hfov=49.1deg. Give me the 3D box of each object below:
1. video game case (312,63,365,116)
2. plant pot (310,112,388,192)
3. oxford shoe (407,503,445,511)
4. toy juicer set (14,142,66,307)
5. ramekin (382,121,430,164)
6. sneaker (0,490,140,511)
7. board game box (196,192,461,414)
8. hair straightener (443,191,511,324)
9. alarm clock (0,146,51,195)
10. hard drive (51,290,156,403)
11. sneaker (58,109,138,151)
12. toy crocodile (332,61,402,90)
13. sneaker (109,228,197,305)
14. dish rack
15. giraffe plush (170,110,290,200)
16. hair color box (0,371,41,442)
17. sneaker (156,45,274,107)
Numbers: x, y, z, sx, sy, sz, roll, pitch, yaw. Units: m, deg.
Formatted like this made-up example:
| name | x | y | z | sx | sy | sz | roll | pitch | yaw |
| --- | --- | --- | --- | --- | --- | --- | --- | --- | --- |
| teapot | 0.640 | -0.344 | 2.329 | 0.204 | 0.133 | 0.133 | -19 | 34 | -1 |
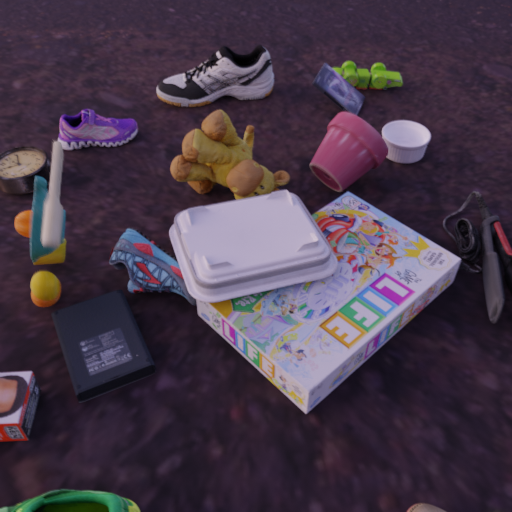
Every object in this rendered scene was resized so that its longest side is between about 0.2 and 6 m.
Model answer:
| name | x | y | z | sx | sy | sz | roll | pitch | yaw |
| --- | --- | --- | --- | --- | --- | --- | --- | --- | --- |
| video game case | 1.815 | -3.599 | 12.212 | 1.195 | 0.113 | 0.854 | 36 | 50 | -11 |
| plant pot | 1.595 | -1.805 | 10.150 | 1.200 | 1.200 | 1.074 | 39 | 85 | 32 |
| oxford shoe | 2.402 | 3.175 | 5.523 | 2.048 | 0.766 | 0.722 | 35 | 55 | 30 |
| toy juicer set | -3.031 | -0.216 | 7.778 | 0.666 | 2.448 | 1.557 | 5 | 54 | -17 |
| ramekin | 2.930 | -2.236 | 11.081 | 0.933 | 0.455 | 0.933 | 0 | 45 | 0 |
| sneaker | -2.408 | 2.825 | 5.710 | 2.374 | 0.992 | 0.879 | -11 | 47 | -10 |
| board game box | 1.100 | 0.465 | 8.322 | 3.329 | 0.570 | 2.238 | -34 | 54 | -29 |
| hair straightener | 3.552 | -0.099 | 8.879 | 1.097 | 0.583 | 2.851 | 3 | 46 | 3 |
| alarm clock | -4.468 | -1.628 | 10.448 | 1.525 | 0.508 | 1.029 | 26 | 51 | 21 |
| hard drive | -2.161 | 1.192 | 7.840 | 1.065 | 0.251 | 1.525 | -19 | 49 | -18 |
| sneaker | -3.216 | -2.609 | 11.275 | 1.613 | 0.713 | 0.649 | -9 | 45 | -11 |
| toy crocodile | 2.489 | -4.076 | 12.902 | 1.759 | 0.543 | 0.594 | 2 | 49 | -3 |
| sneaker | -1.538 | 0.336 | 8.555 | 1.730 | 0.686 | 0.826 | 35 | 80 | 24 |
| dish rack | -0.076 | -0.283 | 8.277 | 2.232 | 0.486 | 1.915 | -13 | 45 | -14 |
| giraffe plush | -0.339 | -1.428 | 9.830 | 1.832 | 1.581 | 1.486 | -3 | 45 | -52 |
| hair color box | -3.576 | 1.903 | 6.993 | 1.512 | 0.463 | 0.767 | -2 | 44 | -3 |
| sneaker | -0.933 | -4.083 | 12.420 | 2.647 | 1.160 | 1.001 | -11 | 48 | -9 |
